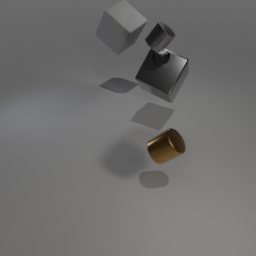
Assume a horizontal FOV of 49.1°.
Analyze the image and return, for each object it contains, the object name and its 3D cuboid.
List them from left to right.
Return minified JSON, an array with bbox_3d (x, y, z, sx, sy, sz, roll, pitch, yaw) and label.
[{"bbox_3d":[-0.299,-4.327,12.071,1.400,1.400,1.400,42,54,1],"label":"cube"},{"bbox_3d":[1.018,-2.873,8.892,0.700,0.700,0.700,28,36,-23],"label":"cylinder"},{"bbox_3d":[1.279,-1.936,10.258,1.400,1.400,1.400,28,0,14],"label":"cube"},{"bbox_3d":[0.955,0.462,6.998,0.700,0.700,0.700,-33,14,34],"label":"cylinder"}]
